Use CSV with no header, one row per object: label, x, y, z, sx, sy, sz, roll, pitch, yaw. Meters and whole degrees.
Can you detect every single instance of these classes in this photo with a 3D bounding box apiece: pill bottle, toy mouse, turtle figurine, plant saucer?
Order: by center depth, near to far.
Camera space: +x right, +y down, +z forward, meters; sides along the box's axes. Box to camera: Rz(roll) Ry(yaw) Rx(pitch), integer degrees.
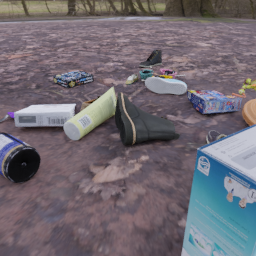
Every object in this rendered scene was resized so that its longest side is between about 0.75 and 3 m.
pill bottle,-3.292,0.702,7.606,1.797,1.005,1.005,20,33,35
turtle figurine,3.737,-1.265,8.321,1.347,0.434,1.087,-9,18,16
plant saucer,5.308,-0.395,9.912,2.375,0.383,2.375,3,39,-3
toy mouse,1.560,-2.738,14.793,2.710,0.524,2.409,-7,29,-17

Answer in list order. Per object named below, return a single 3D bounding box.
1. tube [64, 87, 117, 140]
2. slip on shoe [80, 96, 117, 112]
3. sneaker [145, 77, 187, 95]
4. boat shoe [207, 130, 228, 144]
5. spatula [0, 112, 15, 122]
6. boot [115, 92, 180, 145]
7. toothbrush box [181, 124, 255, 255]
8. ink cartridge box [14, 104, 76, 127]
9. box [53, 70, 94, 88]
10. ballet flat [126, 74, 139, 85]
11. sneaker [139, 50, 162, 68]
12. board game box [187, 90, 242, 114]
tube,-1.155,-0.496,10.106,0.720,0.805,2.774,39,43,8
slip on shoe,-1.007,-0.977,11.238,0.843,0.672,2.218,24,35,38
sneaker,1.828,-2.021,13.363,1.984,0.733,0.813,16,22,12
boat shoe,2.878,0.455,8.553,0.636,0.573,1.769,0,27,0
spatula,-4.805,-0.274,10.354,2.256,0.232,0.638,-21,34,-36
boot,0.554,-0.339,9.870,1.841,1.031,2.661,-1,40,-12
toothbrush box,1.996,1.393,4.408,1.967,2.687,1.146,-18,32,-30
ink cartridge box,-2.999,-0.514,10.688,1.920,0.674,2.362,-2,7,-4
box,-2.850,-2.587,14.691,1.337,0.387,1.682,24,36,39
ballet flat,0.205,-2.584,14.728,0.385,0.385,1.090,16,32,29
sneaker,1.411,-4.364,17.560,1.757,0.933,0.657,-21,34,-35
board game box,3.579,-1.094,11.514,1.804,0.557,1.805,0,21,-10
